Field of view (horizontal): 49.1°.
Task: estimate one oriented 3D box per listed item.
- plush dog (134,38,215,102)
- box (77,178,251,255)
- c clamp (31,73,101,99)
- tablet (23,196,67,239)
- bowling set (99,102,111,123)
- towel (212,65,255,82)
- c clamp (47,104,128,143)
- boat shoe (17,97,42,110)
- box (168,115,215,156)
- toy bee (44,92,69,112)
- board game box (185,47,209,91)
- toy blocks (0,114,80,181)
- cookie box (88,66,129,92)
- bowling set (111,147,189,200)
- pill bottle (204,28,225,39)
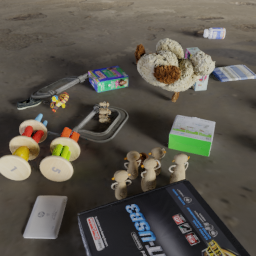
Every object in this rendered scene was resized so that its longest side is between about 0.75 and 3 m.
[{"bbox_3d":[1.402,-2.179,10.624,2.421,2.261,2.819,3,27,-39],"label":"plush dog"},{"bbox_3d":[0.730,2.614,5.807,2.929,0.733,2.951,-12,37,-18],"label":"box"},{"bbox_3d":[-2.788,-1.831,11.988,2.555,0.346,2.183,-34,34,-31],"label":"c clamp"},{"bbox_3d":[-2.021,2.175,6.955,0.806,0.085,1.239,1,35,1],"label":"tablet"},{"bbox_3d":[-0.872,-0.575,10.517,0.426,0.794,0.553,2,1,-9],"label":"bowling set"},{"bbox_3d":[5.134,-2.662,13.683,1.861,0.221,1.367,-8,38,-8],"label":"towel"},{"bbox_3d":[-1.251,-0.234,10.132,2.164,0.343,2.533,18,39,23],"label":"c clamp"},{"bbox_3d":[-3.987,-1.066,11.311,1.012,0.336,0.378,-20,40,-26],"label":"boat shoe"},{"bbox_3d":[2.111,0.206,9.240,1.330,0.643,1.174,11,37,15],"label":"box"},{"bbox_3d":[-2.785,-0.934,11.031,0.716,1.094,0.595,16,52,-40],"label":"toy bee"},{"bbox_3d":[3.105,-2.711,12.772,0.582,1.337,1.812,-5,36,-7],"label":"board game box"},{"bbox_3d":[-2.485,0.416,8.703,2.137,0.931,2.564,1,35,2],"label":"toy blocks"},{"bbox_3d":[-0.900,-2.254,12.783,1.499,0.563,1.282,-15,40,-19],"label":"cookie box"},{"bbox_3d":[0.430,0.964,7.738,2.136,1.147,1.486,-11,37,-15],"label":"bowling set"},{"bbox_3d":[5.595,-6.134,18.159,1.250,0.700,0.700,1,35,2],"label":"pill bottle"}]
